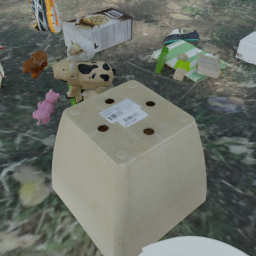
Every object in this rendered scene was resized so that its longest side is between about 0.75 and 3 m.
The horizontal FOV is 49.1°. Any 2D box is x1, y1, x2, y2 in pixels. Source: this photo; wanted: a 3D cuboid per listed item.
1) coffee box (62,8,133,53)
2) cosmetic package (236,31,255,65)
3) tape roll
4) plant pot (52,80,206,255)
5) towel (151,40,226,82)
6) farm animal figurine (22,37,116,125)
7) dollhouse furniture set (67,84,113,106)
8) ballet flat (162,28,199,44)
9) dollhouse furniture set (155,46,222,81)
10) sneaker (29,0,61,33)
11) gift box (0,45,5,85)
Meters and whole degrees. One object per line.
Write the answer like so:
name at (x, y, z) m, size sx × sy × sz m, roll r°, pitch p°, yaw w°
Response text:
coffee box at (-1.316, -4.386, 12.664) m, size 2.786 × 1.112 × 1.574 m, roll -31°, pitch 51°, yaw -30°
cosmetic package at (5.774, -3.582, 11.984) m, size 1.178 × 0.858 × 2.317 m, roll 32°, pitch 50°, yaw 31°
tape roll at (1.101, 2.794, 3.442) m, size 2.514 × 1.726 × 2.514 m, roll -21°, pitch 50°, yaw 27°
plant pot at (0.005, 0.660, 6.082) m, size 2.783 × 2.467 × 2.787 m, roll -29°, pitch 50°, yaw -28°
towel at (2.464, -2.816, 11.565) m, size 1.949 × 0.299 × 2.555 m, roll -30°, pitch 52°, yaw -27°
farm animal figurine at (-1.496, -1.295, 8.120) m, size 2.896 × 1.527 × 2.928 m, roll -29°, pitch 86°, yaw -38°
dollhouse furniture set at (-0.686, -0.805, 8.825) m, size 2.461 × 0.950 × 1.230 m, roll 23°, pitch 47°, yaw 23°
ballet flat at (2.404, -4.242, 12.843) m, size 1.791 × 0.654 × 0.654 m, roll -8°, pitch 43°, yaw -11°
dollhouse furniture set at (2.321, -2.317, 10.808) m, size 2.384 × 0.920 × 1.192 m, roll 14°, pitch 43°, yaw -2°
sneaker at (-2.918, -4.327, 9.400) m, size 0.865 × 2.239 × 0.876 m, roll -3°, pitch 14°, yaw 16°
gift box at (-5.243, -1.981, 9.531) m, size 2.068 × 1.908 × 1.931 m, roll -5°, pitch 50°, yaw -10°
